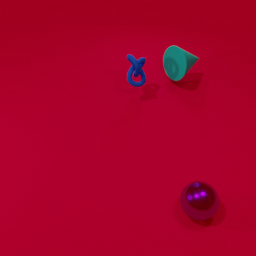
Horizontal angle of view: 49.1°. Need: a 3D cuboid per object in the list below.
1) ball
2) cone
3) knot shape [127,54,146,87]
[{"bbox_3d":[1.616,1.635,6.332,0.871,0.871,0.871,0,45,0],"label":"ball"},{"bbox_3d":[2.094,-2.384,9.951,1.203,1.199,1.199,-18,47,-28],"label":"cone"},{"bbox_3d":[0.307,-1.947,9.167,0.497,1.076,1.007,-1,27,23],"label":"knot shape"}]
